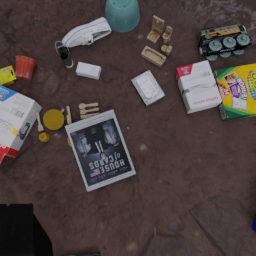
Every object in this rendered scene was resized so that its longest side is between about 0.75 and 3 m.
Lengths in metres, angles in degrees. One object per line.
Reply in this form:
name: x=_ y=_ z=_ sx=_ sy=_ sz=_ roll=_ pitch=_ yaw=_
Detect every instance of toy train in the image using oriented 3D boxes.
toy train: x=3.823 y=-3.506 z=11.213 sx=2.151 sy=0.916 sz=1.226 roll=-13 pitch=68 yaw=-3

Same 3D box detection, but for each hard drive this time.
hard drive: x=0.781 y=-1.568 z=11.080 sx=0.869 sy=0.235 sz=1.244 roll=-28 pitch=80 yaw=-6

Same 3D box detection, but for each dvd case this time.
dvd case: x=-1.012 y=0.813 z=10.331 sx=1.918 sy=0.316 sz=2.552 roll=-20 pitch=86 yaw=-4

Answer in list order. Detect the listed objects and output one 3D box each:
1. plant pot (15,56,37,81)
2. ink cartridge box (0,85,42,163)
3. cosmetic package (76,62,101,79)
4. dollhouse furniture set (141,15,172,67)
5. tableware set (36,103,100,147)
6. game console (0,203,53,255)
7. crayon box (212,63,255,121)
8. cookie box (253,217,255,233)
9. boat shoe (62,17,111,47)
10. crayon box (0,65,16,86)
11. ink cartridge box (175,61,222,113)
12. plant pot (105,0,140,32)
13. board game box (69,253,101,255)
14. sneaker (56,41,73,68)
plant pot: x=-4.063 y=-2.314 z=10.999 sx=0.812 sy=0.812 sz=0.789 roll=8 pitch=85 yaw=2
ink cartridge box: x=-4.632 y=-0.004 z=10.370 sx=1.598 sy=0.925 sz=2.750 roll=24 pitch=79 yaw=5
cosmetic package: x=-1.572 y=-2.290 z=11.193 sx=0.901 sy=0.333 sz=0.458 roll=14 pitch=78 yaw=5
dollhouse furniture set: x=1.165 y=-3.402 z=11.071 sx=1.203 sy=1.031 sz=1.265 roll=32 pitch=79 yaw=7
tableware set: x=-2.161 y=0.009 z=10.677 sx=2.510 sy=0.385 sz=1.691 roll=-10 pitch=86 yaw=-4
game console: x=-3.013 y=3.251 z=7.490 sx=2.250 sy=2.559 sz=1.489 roll=6 pitch=101 yaw=-21
crayon box: x=4.315 y=-1.385 z=10.854 sx=1.704 sy=0.576 sz=1.975 roll=-10 pitch=78 yaw=-2
cookie box: x=6.193 y=2.854 z=9.639 sx=2.945 sy=1.107 sz=2.519 roll=17 pitch=77 yaw=3
boat shoe: x=-1.627 y=-3.729 z=11.279 sx=2.062 sy=0.759 sz=0.689 roll=-33 pitch=80 yaw=-7
crayon box: x=-4.980 y=-2.003 z=11.157 sx=1.024 sy=0.260 sz=0.650 roll=-21 pitch=78 yaw=-4
ink cartridge box: x=2.686 y=-1.555 z=10.817 sx=1.261 sy=0.724 sz=1.737 roll=-14 pitch=78 yaw=-3
plant pot: x=-0.247 y=-4.845 z=11.314 sx=1.482 sy=1.189 sz=1.482 roll=0 pitch=78 yaw=0
board game box: x=-1.571 y=5.419 z=9.505 sx=1.413 sy=0.294 sz=2.090 roll=-5 pitch=78 yaw=-1
sneaker: x=-2.600 y=-3.076 z=11.211 sx=0.444 sy=0.623 sz=1.257 roll=-27 pitch=78 yaw=-4
